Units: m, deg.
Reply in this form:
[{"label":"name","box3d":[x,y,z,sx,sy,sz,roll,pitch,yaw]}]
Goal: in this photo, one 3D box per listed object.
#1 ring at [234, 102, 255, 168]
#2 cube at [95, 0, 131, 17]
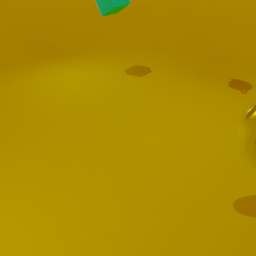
[{"label":"ring","box3d":[2.190,0.057,3.755,1.458,1.458,0.292,1,40,2]},{"label":"cube","box3d":[-0.559,-4.502,9.796,0.810,0.810,0.810,-33,14,-38]}]
